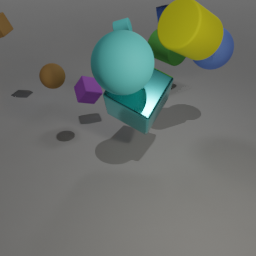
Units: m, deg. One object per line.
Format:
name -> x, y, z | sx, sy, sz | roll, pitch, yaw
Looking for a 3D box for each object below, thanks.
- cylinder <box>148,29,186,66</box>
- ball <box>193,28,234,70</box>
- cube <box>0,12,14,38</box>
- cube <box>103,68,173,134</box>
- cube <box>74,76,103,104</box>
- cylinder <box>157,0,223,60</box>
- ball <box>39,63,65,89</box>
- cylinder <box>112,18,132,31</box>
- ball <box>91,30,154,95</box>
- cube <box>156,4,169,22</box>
cylinder -> 1.851, -3.754, 12.966 | 1.400, 1.400, 1.400 | -22, 41, -34
ball -> 2.752, -2.642, 9.242 | 1.400, 1.400, 1.400 | 0, 30, 0
cube -> -4.985, -3.863, 10.677 | 0.700, 0.700, 0.700 | -9, 39, 24
cube -> 0.286, -0.890, 7.981 | 1.400, 1.400, 1.400 | 29, 75, 10
cube -> -1.448, -1.368, 10.166 | 0.700, 0.700, 0.700 | 3, 57, -38
cylinder -> 1.797, -2.788, 8.057 | 1.400, 1.400, 1.400 | 28, 16, 40
ball -> -2.095, -1.439, 7.768 | 0.700, 0.700, 0.700 | 0, 30, 0
cylinder -> -0.241, -4.421, 12.366 | 0.700, 0.700, 0.700 | -10, 27, 17
ball -> -0.122, -1.430, 6.191 | 1.400, 1.400, 1.400 | 0, 30, 0
cube -> 1.738, -5.131, 12.548 | 0.700, 0.700, 0.700 | 2, 28, 29
